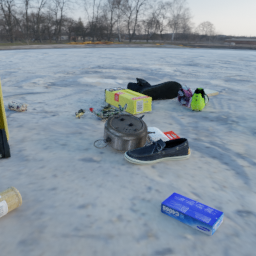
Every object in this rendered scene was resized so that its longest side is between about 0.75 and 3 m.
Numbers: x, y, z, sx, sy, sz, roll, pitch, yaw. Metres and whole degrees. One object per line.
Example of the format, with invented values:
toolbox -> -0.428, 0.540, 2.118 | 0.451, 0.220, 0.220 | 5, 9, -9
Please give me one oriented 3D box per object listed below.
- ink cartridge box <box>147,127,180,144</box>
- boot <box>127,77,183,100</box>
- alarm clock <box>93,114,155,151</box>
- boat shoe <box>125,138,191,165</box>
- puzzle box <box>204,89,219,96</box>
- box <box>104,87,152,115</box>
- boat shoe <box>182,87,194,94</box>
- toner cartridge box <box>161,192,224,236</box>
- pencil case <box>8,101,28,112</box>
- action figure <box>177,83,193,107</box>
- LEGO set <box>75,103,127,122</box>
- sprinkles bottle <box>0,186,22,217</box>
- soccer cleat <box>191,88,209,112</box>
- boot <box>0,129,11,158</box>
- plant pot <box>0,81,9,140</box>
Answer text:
ink cartridge box -> 1.288, 0.230, 10.515 | 1.256, 0.297, 1.005 | -7, 22, -15
boot -> 1.495, -2.385, 16.345 | 2.700, 1.031, 2.268 | -13, 27, -15
alarm clock -> -0.234, 0.177, 9.477 | 2.221, 0.739, 1.498 | -28, 47, -36
boat shoe -> 0.942, 0.676, 8.823 | 2.155, 0.671, 0.804 | -5, 23, -10
puzzle box -> 4.580, -2.096, 16.823 | 1.433, 0.182, 0.954 | -12, 24, -29
box -> -0.080, -1.450, 14.308 | 1.111, 0.739, 2.951 | -12, 24, -29
boat shoe -> 3.410, -2.121, 16.467 | 0.492, 0.482, 1.383 | -11, 26, -38
toner cartridge box -> 1.403, 1.870, 6.208 | 1.237, 0.267, 0.588 | 16, 27, 37
pencil case -> -5.440, -1.067, 13.770 | 1.064, 0.414, 0.476 | 11, 25, 27
action figure -> 3.178, -1.739, 14.828 | 1.078, 0.969, 1.447 | 28, 24, 27
LEGO set -> -1.157, -0.626, 12.624 | 2.388, 0.677, 1.551 | -4, 15, 29
sprinkles bottle -> -3.072, 1.818, 5.986 | 0.529, 0.529, 1.551 | 14, 24, 32
soccer cleat -> 3.730, -1.635, 14.414 | 0.847, 1.017, 2.509 | 7, 22, 18
boot -> -4.611, 0.574, 9.059 | 1.345, 0.607, 1.642 | -7, 31, -28
plant pot -> -6.162, -0.614, 9.285 | 2.781, 2.700, 2.718 | 12, 24, 27
